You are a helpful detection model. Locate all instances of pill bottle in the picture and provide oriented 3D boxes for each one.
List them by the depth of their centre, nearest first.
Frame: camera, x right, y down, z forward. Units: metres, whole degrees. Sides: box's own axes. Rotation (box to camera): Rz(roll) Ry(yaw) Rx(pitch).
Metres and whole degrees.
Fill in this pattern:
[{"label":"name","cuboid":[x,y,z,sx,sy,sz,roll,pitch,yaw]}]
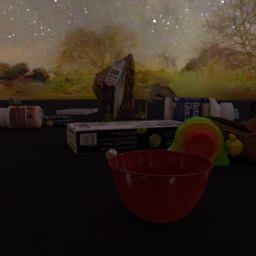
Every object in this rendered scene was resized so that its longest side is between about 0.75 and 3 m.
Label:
[{"label":"pill bottle","cuboid":[2.051,-0.360,8.316,1.932,1.073,1.073,1,7,7]},{"label":"pill bottle","cuboid":[-3.741,-0.379,9.677,1.389,0.761,0.761,-1,7,-5]}]

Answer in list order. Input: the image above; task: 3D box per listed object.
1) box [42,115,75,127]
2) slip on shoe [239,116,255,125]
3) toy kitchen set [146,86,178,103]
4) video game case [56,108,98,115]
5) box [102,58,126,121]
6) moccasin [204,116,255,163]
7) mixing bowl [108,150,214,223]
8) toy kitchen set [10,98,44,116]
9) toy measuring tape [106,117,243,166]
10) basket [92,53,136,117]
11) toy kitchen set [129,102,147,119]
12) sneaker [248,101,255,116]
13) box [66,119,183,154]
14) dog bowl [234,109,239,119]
[{"label":"box","cuboid":[-2.715,-0.295,10.729,1.090,0.315,1.371,-3,8,-25]},{"label":"slip on shoe","cuboid":[4.248,-0.252,8.534,2.608,0.790,0.992,-4,8,-27]},{"label":"toy kitchen set","cuboid":[1.155,-0.910,9.487,0.783,0.708,0.868,44,-10,-25]},{"label":"video game case","cuboid":[-2.922,-0.975,16.435,1.702,0.214,2.376,1,8,11]},{"label":"box","cuboid":[-0.487,-1.222,9.733,0.382,1.212,2.202,18,-28,5]},{"label":"moccasin","cuboid":[2.399,0.124,4.997,0.896,0.945,2.449,-3,8,-33]},{"label":"mixing bowl","cuboid":[0.326,0.597,2.876,1.042,0.564,1.042,0,8,0]},{"label":"toy kitchen set","cuboid":[-4.471,-0.811,12.102,1.095,0.990,1.213,3,8,22]},{"label":"toy measuring tape","cuboid":[0.783,0.209,4.944,2.365,0.870,0.870,1,7,9]},{"label":"basket","cuboid":[-0.194,-1.768,12.232,2.011,1.926,2.699,-28,22,10]},{"label":"toy kitchen set","cuboid":[0.421,-0.828,13.070,0.700,0.774,0.858,2,3,22]},{"label":"sneaker","cuboid":[7.059,-1.065,14.200,1.737,0.995,0.664,3,10,7]},{"label":"box","cuboid":[0.042,0.132,6.720,2.822,0.490,1.553,-3,8,-19]},{"label":"dog bowl","cuboid":[4.479,-0.732,13.636,1.829,0.453,1.019,7,10,42]}]
